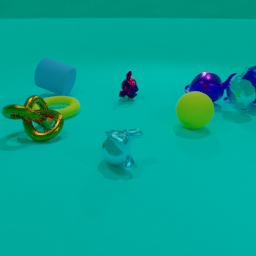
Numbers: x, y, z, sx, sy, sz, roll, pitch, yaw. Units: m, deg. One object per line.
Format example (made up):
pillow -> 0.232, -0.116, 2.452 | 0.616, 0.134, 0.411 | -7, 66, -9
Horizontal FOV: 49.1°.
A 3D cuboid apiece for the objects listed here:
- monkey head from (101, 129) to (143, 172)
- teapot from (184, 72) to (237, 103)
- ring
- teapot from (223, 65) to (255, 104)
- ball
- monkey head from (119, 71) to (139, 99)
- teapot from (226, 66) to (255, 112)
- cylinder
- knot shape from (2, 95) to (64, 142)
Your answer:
monkey head -> -0.105, 0.360, 5.386 | 0.807, 0.676, 1.122 | -12, 24, -26
teapot -> 2.487, -1.309, 8.643 | 1.719, 0.842, 1.069 | -6, -29, 43
ring -> -2.049, -0.594, 8.027 | 1.321, 0.264, 1.321 | -1, 27, 0
teapot -> 3.716, -1.272, 8.448 | 0.917, 1.164, 1.873 | -5, -19, -29
ball -> 1.656, -0.442, 6.961 | 0.923, 0.923, 0.923 | 0, 23, 0
monkey head -> -0.049, -1.301, 9.108 | 0.754, 1.048, 0.632 | -15, 54, -28
teapot -> 3.185, -1.021, 7.797 | 0.688, 1.404, 0.873 | -22, 33, 0
cylinder -> -2.421, -1.714, 9.414 | 1.042, 1.042, 1.042 | 21, 26, 5
knot shape -> -2.171, -0.304, 6.698 | 1.386, 0.640, 1.297 | 25, 20, -7
